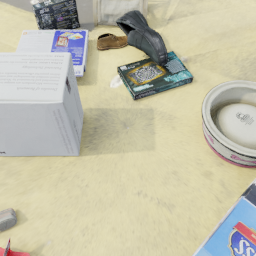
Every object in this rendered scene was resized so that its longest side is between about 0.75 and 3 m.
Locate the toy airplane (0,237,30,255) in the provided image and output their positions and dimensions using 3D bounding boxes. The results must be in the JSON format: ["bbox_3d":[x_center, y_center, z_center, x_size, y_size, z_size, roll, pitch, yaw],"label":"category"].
[{"bbox_3d":[-2.841,3.443,5.885,2.179,0.401,2.179,-1,66,1],"label":"toy airplane"}]

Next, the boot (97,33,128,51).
[{"bbox_3d":[-0.525,-3.418,10.862,1.424,0.537,0.524,-17,53,-14],"label":"boot"}]

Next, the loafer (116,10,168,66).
[{"bbox_3d":[0.487,-3.176,10.075,1.029,0.995,2.932,-24,57,-8],"label":"loafer"}]

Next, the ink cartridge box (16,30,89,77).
[{"bbox_3d":[-2.794,-2.636,10.288,2.572,0.612,2.603,1,56,-1],"label":"ink cartridge box"}]

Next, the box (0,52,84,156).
[{"bbox_3d":[-2.641,-0.532,7.518,2.555,2.541,1.670,0,56,0],"label":"box"}]

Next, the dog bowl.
[{"bbox_3d":[3.435,-0.071,8.149,2.767,1.020,2.767,0,54,0],"label":"dog bowl"}]

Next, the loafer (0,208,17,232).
[{"bbox_3d":[-3.428,2.363,6.792,1.395,0.501,0.438,-16,38,-19],"label":"loafer"}]

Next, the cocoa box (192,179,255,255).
[{"bbox_3d":[2.363,2.537,5.045,1.958,2.984,1.990,-38,62,-23],"label":"cocoa box"}]

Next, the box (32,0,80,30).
[{"bbox_3d":[-2.789,-4.382,11.063,1.655,1.326,0.360,-26,58,-17],"label":"box"}]

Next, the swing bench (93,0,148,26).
[{"bbox_3d":[-0.276,-5.389,11.739,2.181,1.423,2.193,2,53,0],"label":"swing bench"}]

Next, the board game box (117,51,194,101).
[{"bbox_3d":[0.938,-1.882,9.883,2.270,0.320,1.535,-18,56,-13],"label":"board game box"}]
